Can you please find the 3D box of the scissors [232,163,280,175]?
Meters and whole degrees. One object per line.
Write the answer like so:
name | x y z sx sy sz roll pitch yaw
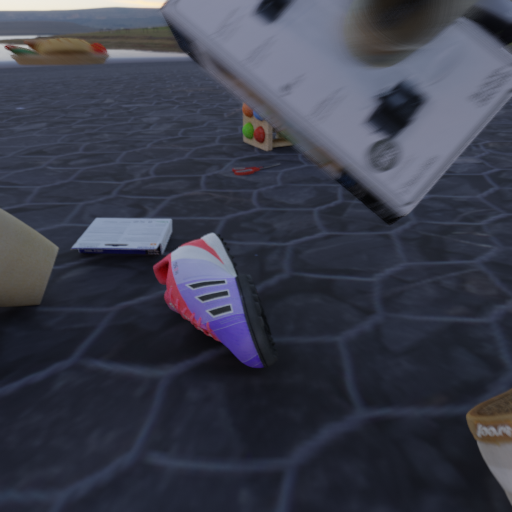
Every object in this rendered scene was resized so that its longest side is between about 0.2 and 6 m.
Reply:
scissors | 0.069 -1.930 12.477 1.298 0.090 0.475 -10 23 -24

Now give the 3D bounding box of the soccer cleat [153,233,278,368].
soccer cleat | -0.495 0.518 6.083 0.939 0.875 2.566 -21 27 -9

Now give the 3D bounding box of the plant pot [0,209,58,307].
plant pot | -3.182 0.008 6.479 1.562 1.463 1.463 19 18 -19

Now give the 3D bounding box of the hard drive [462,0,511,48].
hard drive | 2.315 -3.339 7.777 2.476 0.524 1.670 10 -8 -23

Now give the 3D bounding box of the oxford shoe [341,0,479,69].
oxford shoe | 1.386 -2.033 3.525 0.789 2.098 0.606 46 19 -3

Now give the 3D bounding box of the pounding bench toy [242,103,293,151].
pounding bench toy | 0.316 -3.708 14.999 1.630 1.298 2.089 -13 27 -27

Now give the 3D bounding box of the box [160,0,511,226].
box | 0.872 -2.131 6.014 3.311 1.931 0.996 40 2 5

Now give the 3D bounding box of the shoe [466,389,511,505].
shoe | 2.818 1.201 4.574 2.967 0.792 1.037 -13 -14 -33

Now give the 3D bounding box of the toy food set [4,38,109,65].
toy food set | -2.589 -2.669 7.337 1.268 0.312 1.281 6 21 17

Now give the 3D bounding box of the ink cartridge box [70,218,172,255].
ink cartridge box | -1.958 -0.238 8.349 1.250 0.254 1.253 1 24 3
